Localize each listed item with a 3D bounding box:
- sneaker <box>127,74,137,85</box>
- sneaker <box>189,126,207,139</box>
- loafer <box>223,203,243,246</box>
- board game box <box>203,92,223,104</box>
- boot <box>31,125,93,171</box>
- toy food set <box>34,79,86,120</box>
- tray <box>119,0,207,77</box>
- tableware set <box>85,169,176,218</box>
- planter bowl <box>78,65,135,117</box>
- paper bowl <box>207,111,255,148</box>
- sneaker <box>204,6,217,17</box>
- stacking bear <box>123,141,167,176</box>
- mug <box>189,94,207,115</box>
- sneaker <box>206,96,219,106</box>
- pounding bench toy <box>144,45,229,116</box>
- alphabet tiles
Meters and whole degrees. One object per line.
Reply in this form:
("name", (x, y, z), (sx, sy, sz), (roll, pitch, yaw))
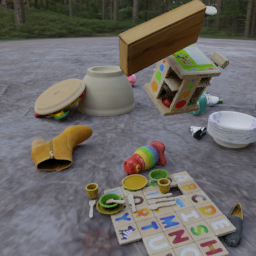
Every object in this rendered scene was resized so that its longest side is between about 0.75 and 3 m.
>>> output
("sneaker", (-0.891, -2.920, 16.576), (2.763, 1.018, 1.198), (2, 24, 4))
("sneaker", (2.425, 0.172, 10.203), (0.568, 0.373, 0.987), (6, 14, 36))
("loafer", (2.193, 1.964, 5.793), (0.389, 0.386, 1.068), (9, 25, 18))
("board game box", (4.041, -1.562, 14.429), (0.888, 0.199, 1.695), (-8, 24, -14))
("boot", (-1.875, 0.656, 8.640), (2.125, 0.748, 1.521), (-15, 32, -22))
("toy food set", (-2.972, -1.300, 12.204), (2.539, 0.618, 2.513), (13, 50, 44))
("tray", (0.771, -2.005, 6.304), (2.072, 1.022, 0.384), (-29, 64, -15))
("tableware set", (0.035, 1.452, 6.733), (2.093, 0.321, 1.410), (-8, 24, -3))
("planter bowl", (-1.023, -1.858, 13.003), (2.747, 1.848, 2.747), (-1, 23, 0))
("paper bowl", (3.587, 0.089, 9.614), (1.668, 0.868, 1.668), (0, 23, 0))
("sneaker", (2.507, -3.793, 9.336), (0.403, 0.454, 1.074), (-30, 42, -20))
("stacking bear", (0.414, 0.916, 7.996), (1.247, 0.757, 0.709), (-26, 29, -34))
("mug", (3.057, -1.179, 12.644), (1.131, 0.851, 1.376), (-13, 26, -27))
("sneaker", (3.632, -1.339, 13.364), (1.381, 0.501, 0.496), (1, 66, 16))
("pounding bench toy", (1.755, -1.330, 8.018), (2.052, 1.601, 1.275), (-10, 51, -27))
("alphabet tiles", (0.810, 1.886, 6.067), (2.272, 0.103, 2.718), (-11, 24, -12))
